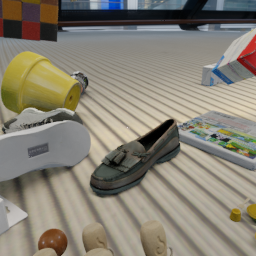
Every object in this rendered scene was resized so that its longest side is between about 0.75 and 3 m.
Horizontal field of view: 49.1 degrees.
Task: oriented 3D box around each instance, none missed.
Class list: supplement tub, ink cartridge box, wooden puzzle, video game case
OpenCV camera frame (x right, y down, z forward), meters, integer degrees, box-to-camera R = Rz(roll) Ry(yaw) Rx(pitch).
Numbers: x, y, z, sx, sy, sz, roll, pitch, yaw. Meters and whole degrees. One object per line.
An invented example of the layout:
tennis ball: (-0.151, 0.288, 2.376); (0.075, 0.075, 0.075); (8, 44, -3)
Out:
supplement tub: (-2.160, -1.810, 11.721); (0.869, 0.869, 1.418); (0, 23, 1)
ink cartridge box: (-2.745, 1.462, 4.481); (1.096, 0.631, 1.893); (17, 29, 34)
ink cartridge box: (3.410, -2.059, 7.776); (0.751, 1.298, 2.234); (38, -4, -7)
wooden puzzle: (-1.928, -2.239, 4.604); (2.487, 1.475, 0.175); (0, 14, -18)
video game case: (2.833, 0.190, 7.859); (2.320, 0.280, 2.545); (-20, 31, -38)
ink cartridge box: (4.203, -2.607, 13.542); (1.512, 0.876, 0.504); (-20, 29, -39)

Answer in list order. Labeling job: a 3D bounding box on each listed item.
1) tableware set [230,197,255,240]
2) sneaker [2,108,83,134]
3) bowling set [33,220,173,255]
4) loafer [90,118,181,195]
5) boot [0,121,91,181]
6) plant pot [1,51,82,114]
tableware set: (2.304, 1.682, 4.574); (0.877, 0.200, 1.301); (-21, 32, -34)
sneaker: (-2.441, 0.113, 7.456); (2.470, 0.927, 1.426); (4, 27, 35)
bowling set: (-0.513, 1.856, 3.426); (2.050, 1.101, 1.427); (-16, 10, -30)
loafer: (0.225, 0.505, 6.365); (1.001, 0.876, 2.786); (20, 30, 38)
boot: (-2.203, 0.413, 6.115); (1.420, 1.093, 2.971); (0, 3, 30)
plant pot: (-2.672, -1.213, 9.169); (1.938, 2.060, 2.060); (20, 27, 7)
